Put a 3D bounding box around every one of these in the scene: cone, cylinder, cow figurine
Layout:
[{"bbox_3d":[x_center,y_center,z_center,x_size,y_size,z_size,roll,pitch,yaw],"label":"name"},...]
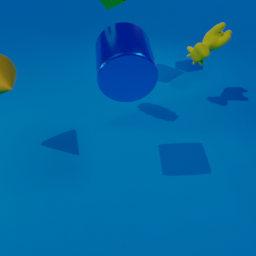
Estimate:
[{"bbox_3d":[-2.831,-1.043,6.329,1.034,1.034,1.038,-29,43,-30],"label":"cone"},{"bbox_3d":[-0.056,-1.268,5.423,1.118,1.118,1.118,-4,48,-5],"label":"cylinder"},{"bbox_3d":[2.449,-2.538,8.484,0.722,1.295,1.316,49,34,-5],"label":"cow figurine"}]

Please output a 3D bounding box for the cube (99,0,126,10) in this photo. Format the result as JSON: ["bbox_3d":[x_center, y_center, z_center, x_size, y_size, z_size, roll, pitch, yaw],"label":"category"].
[{"bbox_3d":[-0.438,-4.592,8.772,1.091,1.091,1.091,-55,31,-15],"label":"cube"}]
